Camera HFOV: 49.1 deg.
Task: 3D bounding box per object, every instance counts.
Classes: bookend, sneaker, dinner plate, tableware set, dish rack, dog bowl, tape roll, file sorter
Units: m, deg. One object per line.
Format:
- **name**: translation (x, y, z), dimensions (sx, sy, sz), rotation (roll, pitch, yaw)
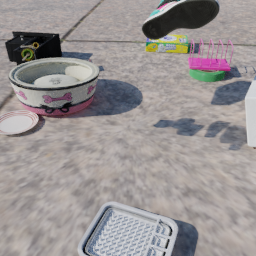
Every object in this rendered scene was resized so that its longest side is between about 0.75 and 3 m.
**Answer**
- **bookend**: translation (-3.979, -2.999, 10.961), dimensions (2.090, 0.963, 2.077), rotation (6, 34, 10)
- **sneaker**: translation (1.187, -2.511, 5.906), dimensions (1.741, 0.728, 1.051), rotation (-2, 50, 43)
- **dinner plate**: translation (-2.977, -0.128, 7.428), dimensions (1.179, 0.143, 1.179), rotation (0, 35, 0)
- **tableware set**: translation (-3.168, -2.262, 9.681), dimensions (0.891, 1.323, 0.203), rotation (-9, 5, -16)
- **dish rack**: translation (0.021, 1.799, 4.423), dimensions (1.355, 0.295, 1.163), rotation (13, 37, 18)
- **dog bowl**: translation (-2.109, -1.261, 8.296), dimensions (2.561, 0.944, 2.561), rotation (2, 31, -1)
- **tape roll**: translation (2.868, -2.063, 10.162), dimensions (1.250, 0.301, 1.250), rotation (0, 33, 0)
- **file sorter**: translation (2.928, -2.654, 9.989), dimensions (1.401, 0.878, 0.973), rotation (4, 34, 6)

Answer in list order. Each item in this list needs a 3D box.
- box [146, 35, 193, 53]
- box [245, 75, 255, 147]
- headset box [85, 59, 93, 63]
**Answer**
- **box**: translation (1.889, -3.802, 12.580), dimensions (2.117, 0.512, 1.242), rotation (5, 35, 5)
- **box**: translation (3.986, -0.619, 6.707), dimensions (1.821, 1.272, 2.391), rotation (2, 28, 33)
- **headset box**: translation (-1.631, -2.334, 10.559), dimensions (0.803, 0.301, 0.597), rotation (-9, 35, -12)
